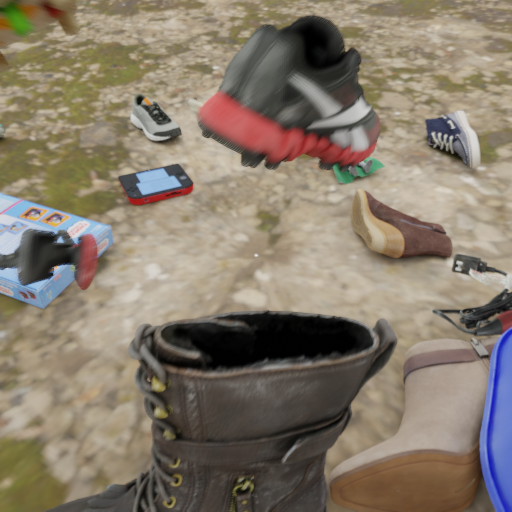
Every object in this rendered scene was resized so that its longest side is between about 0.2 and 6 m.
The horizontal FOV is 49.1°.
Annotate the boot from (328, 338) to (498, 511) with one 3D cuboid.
[{"bbox_3d":[2.079,1.805,6.455,2.758,0.969,2.017,-3,31,-1],"label":"boot"}]

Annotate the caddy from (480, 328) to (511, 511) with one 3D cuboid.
[{"bbox_3d":[3.574,1.852,5.652,2.372,1.761,3.355,31,45,3],"label":"caddy"}]

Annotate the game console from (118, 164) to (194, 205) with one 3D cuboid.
[{"bbox_3d":[-1.959,-1.433,10.952,1.294,0.201,1.145,-15,41,-19],"label":"game console"}]

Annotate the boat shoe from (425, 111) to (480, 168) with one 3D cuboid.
[{"bbox_3d":[4.133,-2.405,11.909,0.880,0.708,1.897,-10,36,12],"label":"boat shoe"}]

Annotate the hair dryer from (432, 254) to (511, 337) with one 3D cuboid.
[{"bbox_3d":[3.642,0.904,7.576,2.412,0.655,1.837,18,39,17],"label":"hair dryer"}]

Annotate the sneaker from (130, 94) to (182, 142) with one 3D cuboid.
[{"bbox_3d":[-2.315,-3.106,12.645,0.661,0.709,1.789,-26,47,-31],"label":"sneaker"}]

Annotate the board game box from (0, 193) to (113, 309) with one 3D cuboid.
[{"bbox_3d":[-3.868,-0.170,9.167,2.385,0.436,1.804,16,41,19],"label":"board game box"}]

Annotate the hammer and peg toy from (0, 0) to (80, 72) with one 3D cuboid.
[{"bbox_3d":[-2.831,-3.298,7.308,2.250,0.793,1.655,-31,11,-8],"label":"hammer and peg toy"}]

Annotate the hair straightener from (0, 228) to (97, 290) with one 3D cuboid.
[{"bbox_3d":[-1.784,-0.079,4.604,0.853,0.454,2.218,5,6,-18],"label":"hair straightener"}]

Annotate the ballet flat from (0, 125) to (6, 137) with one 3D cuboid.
[{"bbox_3d":[-6.252,-2.871,12.613,1.594,0.572,0.572,24,44,31],"label":"ballet flat"}]

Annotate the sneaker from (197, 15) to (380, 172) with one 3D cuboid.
[{"bbox_3d":[0.652,-1.611,5.645,0.976,1.350,2.762,39,27,27],"label":"sneaker"}]

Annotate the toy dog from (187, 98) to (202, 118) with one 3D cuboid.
[{"bbox_3d":[-1.136,-2.867,10.829,0.278,0.398,0.386,-36,18,21],"label":"toy dog"}]

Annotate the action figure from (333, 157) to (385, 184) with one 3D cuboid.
[{"bbox_3d":[1.770,-2.170,11.693,1.057,0.489,1.789,-16,38,-14],"label":"action figure"}]

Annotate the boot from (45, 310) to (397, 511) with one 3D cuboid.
[{"bbox_3d":[-0.691,1.679,4.772,3.476,3.026,1.203,-9,40,-10],"label":"boot"}]

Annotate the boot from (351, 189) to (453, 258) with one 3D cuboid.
[{"bbox_3d":[2.453,-0.531,9.654,1.422,0.618,1.709,4,38,-11],"label":"boot"}]
